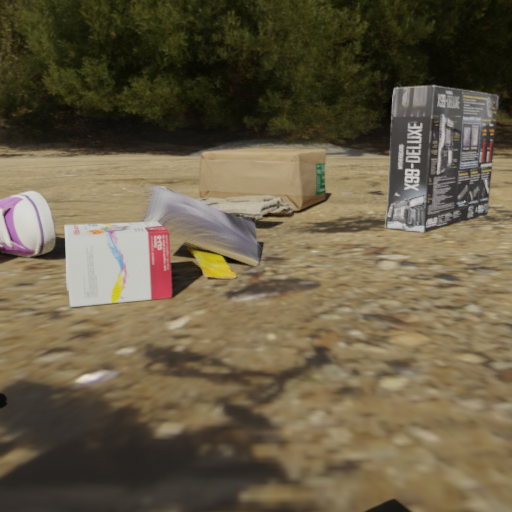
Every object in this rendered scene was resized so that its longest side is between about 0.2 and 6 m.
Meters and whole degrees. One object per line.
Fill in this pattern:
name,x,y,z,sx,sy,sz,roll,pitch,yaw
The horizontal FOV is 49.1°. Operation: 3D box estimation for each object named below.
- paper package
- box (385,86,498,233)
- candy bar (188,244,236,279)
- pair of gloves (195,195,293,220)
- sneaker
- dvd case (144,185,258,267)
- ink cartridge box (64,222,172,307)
paper package,0.309,-2.123,15.263,2.797,1.518,2.934,5,13,20
box,4.171,-2.158,12.323,0.900,2.852,3.616,11,17,40
candy bar,-0.706,0.047,8.391,0.453,0.201,1.816,2,12,-15
pair of gloves,-0.603,-1.007,12.565,2.527,0.521,2.971,-1,9,16
sneaker,-4.357,-0.333,8.719,2.819,1.022,1.607,0,15,43
dvd case,-0.812,-0.494,8.678,1.769,0.141,1.316,20,27,-13
ink cartridge box,-1.705,0.068,6.825,1.185,0.857,0.861,-5,13,-20
